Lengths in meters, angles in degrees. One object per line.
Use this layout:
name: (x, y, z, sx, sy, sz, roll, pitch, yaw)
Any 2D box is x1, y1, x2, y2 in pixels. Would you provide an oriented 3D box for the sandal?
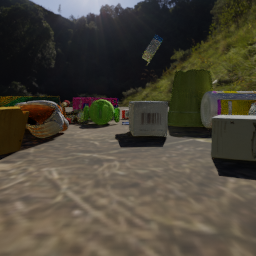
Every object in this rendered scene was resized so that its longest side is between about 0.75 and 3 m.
sandal: (-2.359, -0.068, 8.358, 1.054, 0.788, 2.751, -7, -16, 5)

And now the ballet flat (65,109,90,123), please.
ballet flat: (-2.692, -0.501, 13.706, 2.071, 0.702, 0.780, -6, 29, -8)

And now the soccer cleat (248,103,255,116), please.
soccer cleat: (3.641, -0.195, 7.497, 0.880, 1.092, 2.564, 1, 5, 15)

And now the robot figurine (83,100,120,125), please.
robot figurine: (-1.239, -0.764, 13.229, 1.731, 1.141, 1.973, 1, 6, -2)

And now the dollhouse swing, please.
dollhouse swing: (-3.012, 0.000, 5.509, 1.242, 1.284, 1.413, 25, 15, 20)

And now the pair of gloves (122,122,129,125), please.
pair of gloves: (0.096, -0.218, 12.917, 0.782, 0.111, 0.973, 0, 5, 1)

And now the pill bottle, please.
pill bottle: (4.376, -0.706, 10.932, 2.780, 1.449, 1.449, 0, 5, -2)

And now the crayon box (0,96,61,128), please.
crayon box: (-3.520, -0.484, 9.929, 2.221, 0.750, 2.574, -3, -7, -13)

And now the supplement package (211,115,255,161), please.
supplement package: (2.329, 0.172, 5.290, 1.346, 0.787, 0.790, 3, 6, 29)

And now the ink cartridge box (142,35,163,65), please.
ink cartridge box: (1.157, -3.888, 14.047, 0.465, 1.372, 0.796, 31, -18, 0)

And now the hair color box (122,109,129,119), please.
hair color box: (0.393, -0.900, 17.590, 1.002, 0.578, 1.807, 2, 7, 21)

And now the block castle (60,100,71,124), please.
block castle: (-3.438, -0.680, 12.473, 1.704, 1.139, 0.799, 0, 12, 6)

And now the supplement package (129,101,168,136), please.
supplement package: (0.604, -0.339, 9.112, 1.058, 1.062, 1.810, 0, 6, -4)

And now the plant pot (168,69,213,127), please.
plant pot: (2.887, -1.358, 12.654, 2.560, 2.432, 2.560, -1, 5, 0)

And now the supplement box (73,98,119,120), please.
supplement box: (-1.870, -1.128, 16.336, 2.466, 1.248, 1.274, -4, 7, -37)
